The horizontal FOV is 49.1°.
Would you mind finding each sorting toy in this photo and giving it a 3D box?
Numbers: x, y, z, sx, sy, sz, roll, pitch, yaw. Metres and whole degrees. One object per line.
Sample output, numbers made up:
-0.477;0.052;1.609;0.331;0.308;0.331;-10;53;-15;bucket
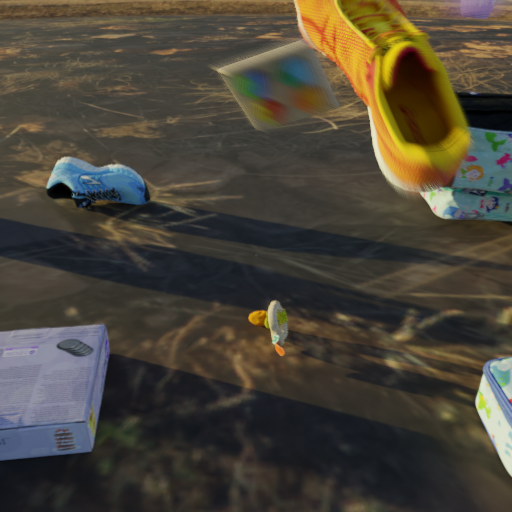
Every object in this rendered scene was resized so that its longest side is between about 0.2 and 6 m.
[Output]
0.414;-2.783;9.496;1.590;1.718;0.313;-11;61;23;sorting toy

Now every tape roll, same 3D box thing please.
3.154;-3.836;7.768;0.325;0.990;0.990;18;33;24;tape roll

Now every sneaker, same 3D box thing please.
-2.972;-1.172;10.497;2.108;0.826;0.948;10;52;17;sneaker
1.164;-1.902;5.063;0.990;1.046;2.712;-27;77;-5;sneaker

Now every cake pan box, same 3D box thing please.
-2.514;1.387;5.857;1.764;0.461;1.625;-4;27;-8;cake pan box

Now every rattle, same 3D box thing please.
0.114;0.925;6.838;0.530;0.483;0.742;0;45;9;rattle

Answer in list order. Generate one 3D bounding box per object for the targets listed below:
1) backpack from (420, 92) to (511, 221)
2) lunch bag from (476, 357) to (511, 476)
4.259;-1.848;9.939;2.936;2.210;2.606;-4;28;1;backpack
3.117;1.559;5.300;1.705;0.703;1.371;-1;31;0;lunch bag
